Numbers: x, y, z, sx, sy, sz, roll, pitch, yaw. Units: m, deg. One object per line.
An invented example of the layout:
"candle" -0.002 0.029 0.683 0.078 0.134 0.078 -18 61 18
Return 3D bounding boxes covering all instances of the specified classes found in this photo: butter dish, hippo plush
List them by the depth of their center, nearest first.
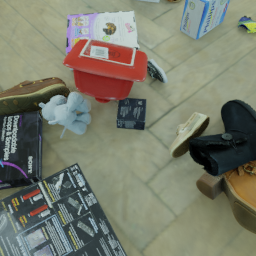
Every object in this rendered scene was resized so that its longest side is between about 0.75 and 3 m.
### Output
"hippo plush" -1.808 -0.338 7.885 1.149 1.138 1.429 10 53 37
"butter dish" -0.643 -1.465 8.094 2.182 1.617 2.188 12 35 -3

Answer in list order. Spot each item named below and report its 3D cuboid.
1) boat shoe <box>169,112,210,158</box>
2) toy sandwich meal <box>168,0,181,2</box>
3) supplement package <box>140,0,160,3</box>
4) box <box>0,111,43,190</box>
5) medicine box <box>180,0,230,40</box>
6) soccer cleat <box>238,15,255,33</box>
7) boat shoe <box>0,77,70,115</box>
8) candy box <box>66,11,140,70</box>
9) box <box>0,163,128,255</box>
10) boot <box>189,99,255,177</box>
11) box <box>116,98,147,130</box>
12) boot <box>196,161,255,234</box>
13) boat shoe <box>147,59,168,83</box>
"boat shoe" 1.586 0.161 7.678 0.534 0.593 1.642 30 62 33
"toy sandwich meal" 1.860 -5.446 11.451 0.832 0.285 0.832 0 57 0
"supplement package" 0.882 -6.435 11.508 1.302 1.254 2.290 10 58 7
"box" -3.748 0.640 7.366 2.899 0.523 2.072 -7 57 -6
"medicine box" 2.773 -4.266 9.947 1.664 1.516 0.856 -39 65 -22
"soccer cleat" 4.672 -3.685 10.324 1.267 0.410 0.530 26 91 11
"boat shoe" -2.975 -0.914 8.223 2.428 0.874 0.820 -18 53 -18
"candy box" -0.854 -3.000 9.534 2.339 0.837 1.962 -4 57 -2
"box" -1.373 2.376 5.670 2.133 0.673 2.705 -26 73 -23
"boot" 2.418 0.148 7.153 1.942 0.883 2.312 -12 38 -10
"box" 0.107 -0.413 8.069 0.818 0.480 0.804 4 57 3
"boot" 2.940 1.356 6.531 1.707 0.813 2.206 -31 48 -25
"boat shoe" 0.876 -1.778 9.058 0.404 0.411 1.140 -27 51 -6
